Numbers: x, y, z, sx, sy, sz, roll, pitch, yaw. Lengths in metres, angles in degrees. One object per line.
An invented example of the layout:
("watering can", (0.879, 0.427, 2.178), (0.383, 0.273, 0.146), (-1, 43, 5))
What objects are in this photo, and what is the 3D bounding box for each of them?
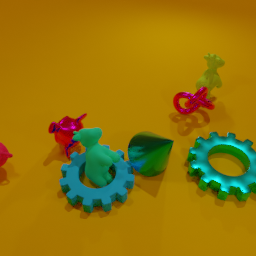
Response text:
("cow figurine", (2.681, -1.761, 9.262), (1.258, 1.238, 0.691), (-43, 40, -10))
("knot shape", (1.977, -0.810, 8.672), (1.203, 1.286, 0.594), (-10, 74, 31))
("gear", (-0.771, 1.222, 7.101), (1.840, 0.340, 1.840), (0, 44, 0))
("teapot", (-3.348, 0.714, 7.112), (1.089, 0.533, 0.677), (-7, 59, 28))
("gear", (2.603, 0.939, 7.365), (2.021, 0.374, 2.021), (0, 44, 0))
("cow figurine", (-0.868, 0.672, 7.038), (1.308, 1.330, 0.730), (26, 19, 23))
("cone", (0.790, 0.483, 6.873), (1.230, 1.235, 1.230), (8, 69, -22))
("monkey head", (-1.647, 0.113, 7.596), (0.809, 0.966, 1.342), (22, 90, 13))
